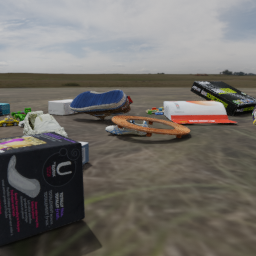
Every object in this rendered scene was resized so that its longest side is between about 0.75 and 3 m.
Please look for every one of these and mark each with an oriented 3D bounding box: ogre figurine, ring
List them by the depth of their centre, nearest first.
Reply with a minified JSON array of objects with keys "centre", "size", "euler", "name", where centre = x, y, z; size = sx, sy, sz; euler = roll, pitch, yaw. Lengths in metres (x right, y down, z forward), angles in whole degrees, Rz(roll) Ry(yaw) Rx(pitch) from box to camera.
[{"centre":[0.562,-0.035,7.048],"size":[1.966,0.189,1.966],"euler":[9,11,-2],"name":"ring"},{"centre":[-3.369,-0.413,9.120],"size":[0.883,0.433,0.529],"euler":[-7,14,47],"name":"ogre figurine"}]

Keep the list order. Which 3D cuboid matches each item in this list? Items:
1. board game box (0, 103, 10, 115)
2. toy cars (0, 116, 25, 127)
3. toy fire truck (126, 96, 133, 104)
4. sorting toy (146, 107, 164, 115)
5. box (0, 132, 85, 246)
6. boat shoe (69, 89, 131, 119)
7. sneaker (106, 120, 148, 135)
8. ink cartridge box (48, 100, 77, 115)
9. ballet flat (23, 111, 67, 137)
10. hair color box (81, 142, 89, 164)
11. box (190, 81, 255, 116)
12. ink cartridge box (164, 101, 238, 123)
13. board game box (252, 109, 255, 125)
[{"centre":[-5.717,-0.702,10.718],"size":[1.812,0.425,1.368],"euler":[4,11,22],"name":"board game box"},{"centre":[-3.226,-0.201,8.296],"size":[1.252,0.277,0.561],"euler":[2,11,8],"name":"toy cars"},{"centre":[-0.340,-0.831,10.783],"size":[0.983,0.340,1.394],"euler":[-33,0,36],"name":"toy fire truck"},{"centre":[1.220,-0.743,11.599],"size":[0.875,0.212,1.553],"euler":[2,10,13],"name":"sorting toy"},{"centre":[-1.133,0.531,2.551],"size":[1.307,0.799,0.693],"euler":[-7,12,-35],"name":"box"},{"centre":[-0.969,-0.679,9.384],"size":[2.340,0.845,0.847],"euler":[2,-35,37],"name":"boat shoe"},{"centre":[-0.033,-0.016,6.971],"size":[1.052,0.381,0.378],"euler":[-1,11,4],"name":"sneaker"},{"centre":[-2.472,-0.856,11.362],"size":[0.904,0.511,1.234],"euler":[6,12,31],"name":"ink cartridge box"},{"centre":[-1.829,0.010,5.903],"size":[0.769,0.769,2.142],"euler":[-6,12,-32],"name":"ballet flat"},{"centre":[-1.279,0.411,4.577],"size":[1.148,0.348,0.568],"euler":[4,11,19],"name":"hair color box"},{"centre":[4.135,-1.315,11.737],"size":[2.263,0.538,2.186],"euler":[-8,39,-41],"name":"box"},{"centre":[2.343,-0.581,9.578],"size":[1.984,0.613,2.447],"euler":[-1,7,-1],"name":"ink cartridge box"},{"centre":[3.693,-0.551,7.466],"size":[0.258,0.911,0.753],"euler":[27,32,6],"name":"board game box"}]
